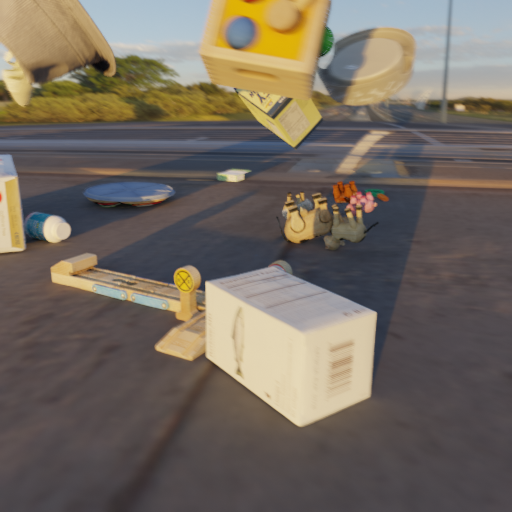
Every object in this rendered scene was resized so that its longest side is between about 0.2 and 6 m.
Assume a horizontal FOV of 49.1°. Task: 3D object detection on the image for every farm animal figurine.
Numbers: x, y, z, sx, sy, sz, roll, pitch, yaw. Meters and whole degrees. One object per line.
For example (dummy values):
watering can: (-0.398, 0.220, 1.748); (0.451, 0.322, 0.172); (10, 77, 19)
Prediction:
farm animal figurine: (1.274, -0.587, 9.942); (1.773, 0.935, 1.793); (-9, 22, 13)

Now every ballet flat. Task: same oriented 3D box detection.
ballet flat: (-4.280, -3.383, 10.115); (0.559, 1.608, 0.559); (21, 43, -21)

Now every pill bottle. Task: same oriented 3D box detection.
pill bottle: (-3.786, -0.512, 10.206); (0.880, 0.488, 0.488); (10, 20, 34)

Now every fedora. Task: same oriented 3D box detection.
fedora: (-2.791, -2.885, 7.025); (1.033, 2.023, 2.287); (-40, 42, -5)

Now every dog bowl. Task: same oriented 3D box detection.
dog bowl: (2.153, -3.670, 10.908); (1.932, 0.566, 1.932); (-13, 46, 14)

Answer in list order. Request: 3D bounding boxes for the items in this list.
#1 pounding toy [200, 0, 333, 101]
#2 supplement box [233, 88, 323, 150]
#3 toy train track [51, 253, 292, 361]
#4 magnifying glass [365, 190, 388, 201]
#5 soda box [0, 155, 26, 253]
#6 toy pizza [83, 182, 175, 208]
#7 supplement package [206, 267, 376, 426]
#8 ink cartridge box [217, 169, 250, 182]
pounding toy: (0.384, -3.266, 7.602); (1.900, 1.749, 1.351); (12, -5, 7)
supplement box: (0.540, -3.606, 13.329); (1.513, 1.016, 1.511); (44, 2, 33)
toy train track: (-1.023, 0.315, 7.171); (4.175, 0.679, 2.395); (9, 19, 29)
magnifying glass: (3.132, -1.557, 14.364); (0.473, 0.133, 1.189); (-1, 15, -5)
soda box: (-5.201, -1.103, 10.728); (1.229, 1.315, 3.861); (-7, 18, -23)
toy pizza: (-3.066, -1.456, 13.616); (2.156, 0.342, 2.156); (1, 17, 0)
supplement package: (0.264, 0.764, 5.285); (0.878, 0.875, 1.496); (-12, 20, -34)
ink cartridge box: (-0.662, -2.463, 17.156); (0.679, 0.224, 0.933); (9, 19, 28)
